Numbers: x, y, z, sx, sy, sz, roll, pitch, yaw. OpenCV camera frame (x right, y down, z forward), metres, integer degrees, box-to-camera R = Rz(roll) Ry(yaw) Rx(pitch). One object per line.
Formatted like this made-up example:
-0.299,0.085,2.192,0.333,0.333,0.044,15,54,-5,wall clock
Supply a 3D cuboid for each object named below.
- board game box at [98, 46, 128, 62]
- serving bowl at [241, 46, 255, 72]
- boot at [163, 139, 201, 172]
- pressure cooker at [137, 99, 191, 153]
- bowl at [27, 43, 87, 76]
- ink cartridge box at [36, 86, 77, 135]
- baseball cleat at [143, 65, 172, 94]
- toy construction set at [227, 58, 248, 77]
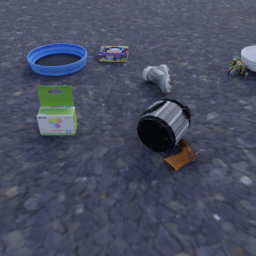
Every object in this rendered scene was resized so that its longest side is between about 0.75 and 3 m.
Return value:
-0.664,-3.495,13.165,1.311,0.372,1.084,2,36,2,board game box
5.864,-2.846,12.066,2.013,0.662,2.013,0,39,0,serving bowl
1.389,0.749,7.808,0.935,0.320,0.881,-25,51,-18,boot
1.079,-0.135,8.076,1.253,1.272,1.424,26,47,25,pressure cooker
-3.114,-3.066,12.495,2.588,0.508,2.588,0,37,0,bowl
-2.162,-0.507,8.384,1.074,1.453,0.551,-1,38,-1,ink cartridge box
1.121,-1.874,10.897,1.129,0.739,2.120,-2,27,7,baseball cleat
4.620,-2.683,11.821,0.784,0.722,0.940,3,37,4,toy construction set
